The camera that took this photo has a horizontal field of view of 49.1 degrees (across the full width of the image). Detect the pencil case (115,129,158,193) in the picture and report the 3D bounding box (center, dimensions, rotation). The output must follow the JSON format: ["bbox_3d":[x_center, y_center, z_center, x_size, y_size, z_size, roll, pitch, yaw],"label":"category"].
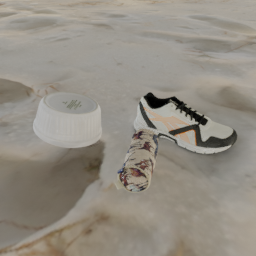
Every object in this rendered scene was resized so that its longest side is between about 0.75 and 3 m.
[{"bbox_3d":[0.248,0.685,6.427,0.788,0.685,1.762,-9,26,18],"label":"pencil case"}]

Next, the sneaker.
[{"bbox_3d":[1.486,-0.172,7.547,2.855,1.142,1.053,15,33,18],"label":"sneaker"}]

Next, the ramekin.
[{"bbox_3d":[-1.593,-0.322,7.631,1.885,0.878,1.885,10,27,-5],"label":"ramekin"}]
